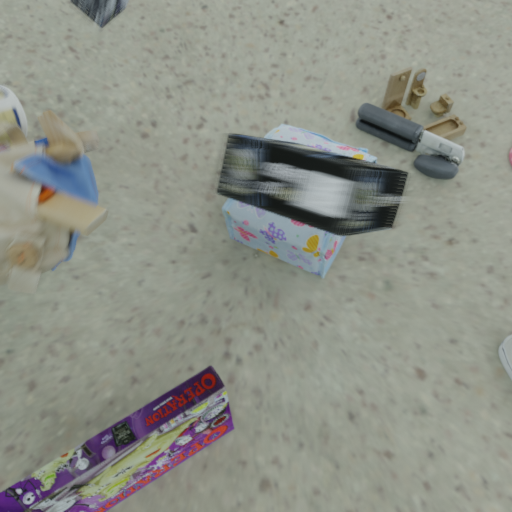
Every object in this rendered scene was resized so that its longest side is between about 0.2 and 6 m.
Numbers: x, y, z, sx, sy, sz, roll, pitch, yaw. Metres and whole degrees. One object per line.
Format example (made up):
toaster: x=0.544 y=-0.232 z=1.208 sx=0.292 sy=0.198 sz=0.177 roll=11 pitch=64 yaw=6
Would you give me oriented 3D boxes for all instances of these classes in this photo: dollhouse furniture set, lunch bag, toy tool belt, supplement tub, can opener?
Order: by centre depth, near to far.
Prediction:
toy tool belt: x=-2.652 y=-0.831 z=7.173 sx=1.915 sy=1.945 sz=3.116 roll=-10 pitch=28 yaw=0
supplement tub: x=-4.256 y=-1.962 z=8.381 sx=0.957 sy=0.957 sz=1.326 roll=37 pitch=44 yaw=20
lunch bag: x=0.813 y=-1.056 z=9.626 sx=1.931 sy=1.447 sz=2.277 roll=22 pitch=72 yaw=15
can opener: x=2.877 y=-2.181 z=10.755 sx=2.244 sy=0.598 sz=0.750 roll=29 pitch=62 yaw=17
dollhouse furniture set: x=3.364 y=-2.951 z=10.953 sx=1.202 sy=1.030 sz=1.264 roll=-23 pitch=62 yaw=-13

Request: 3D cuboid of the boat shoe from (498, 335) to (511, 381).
boat shoe: x=4.386 y=2.038 z=8.188 sx=0.766 sy=0.700 sz=2.130 roll=-14 pitch=60 yaw=-8

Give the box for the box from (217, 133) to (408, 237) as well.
box: x=0.723 y=-0.935 z=7.144 sx=1.870 sy=0.805 sz=1.531 roll=22 pitch=17 yaw=31

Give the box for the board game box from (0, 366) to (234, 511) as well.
board game box: x=-1.654 y=2.630 z=7.232 sx=2.929 sy=1.758 sz=0.473 roll=-29 pitch=64 yaw=-16

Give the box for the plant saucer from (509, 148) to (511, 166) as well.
plant saucer: x=5.422 y=-1.898 z=10.785 sx=1.005 sy=0.255 sz=1.005 roll=0 pitch=60 yaw=0

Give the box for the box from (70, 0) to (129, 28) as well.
box: x=-1.968 y=-3.648 z=7.438 sx=0.614 sy=0.533 sz=0.930 roll=-15 pitch=53 yaw=42
